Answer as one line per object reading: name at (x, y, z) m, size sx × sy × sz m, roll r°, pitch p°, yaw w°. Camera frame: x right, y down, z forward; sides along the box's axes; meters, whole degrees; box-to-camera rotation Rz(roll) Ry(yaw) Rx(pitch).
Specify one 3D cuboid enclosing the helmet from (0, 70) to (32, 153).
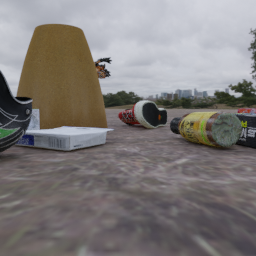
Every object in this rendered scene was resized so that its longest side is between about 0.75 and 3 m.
helmet at (-2.066, -0.220, 3.873) m, size 1.371 × 1.307 × 1.371 m, roll -20°, pitch 33°, yaw 14°

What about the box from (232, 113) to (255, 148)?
box at (3.315, 0.004, 5.566) m, size 2.626 × 0.581 × 2.104 m, roll -1°, pitch 4°, yaw -13°

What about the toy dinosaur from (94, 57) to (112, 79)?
toy dinosaur at (-1.148, -2.266, 10.363) m, size 1.011 × 1.490 × 0.761 m, roll -19°, pitch -27°, yaw -34°

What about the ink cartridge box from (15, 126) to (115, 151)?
ink cartridge box at (-1.171, 0.171, 5.321) m, size 1.389 × 0.283 × 1.392 m, roll 3°, pitch 5°, yaw 30°

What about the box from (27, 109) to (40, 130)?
box at (-2.165, -0.037, 5.490) m, size 0.369 × 0.674 × 0.763 m, roll 4°, pitch 5°, yaw 39°

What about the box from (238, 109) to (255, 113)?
box at (4.434, -0.403, 10.241) m, size 0.588 × 0.614 × 1.232 m, roll 3°, pitch 6°, yaw 34°

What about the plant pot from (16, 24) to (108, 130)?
plant pot at (-1.943, -1.341, 8.014) m, size 2.691 × 2.887 × 2.691 m, roll 0°, pitch 6°, yaw 0°

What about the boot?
boot at (0.217, -0.407, 9.387) m, size 1.670 × 0.838 × 2.314 m, roll 2°, pitch -3°, yaw 23°

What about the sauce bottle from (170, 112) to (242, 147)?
sauce bottle at (1.396, -0.003, 5.537) m, size 0.627 × 0.627 × 1.937 m, roll -1°, pitch 1°, yaw -14°
